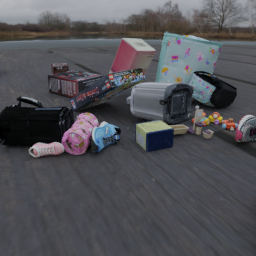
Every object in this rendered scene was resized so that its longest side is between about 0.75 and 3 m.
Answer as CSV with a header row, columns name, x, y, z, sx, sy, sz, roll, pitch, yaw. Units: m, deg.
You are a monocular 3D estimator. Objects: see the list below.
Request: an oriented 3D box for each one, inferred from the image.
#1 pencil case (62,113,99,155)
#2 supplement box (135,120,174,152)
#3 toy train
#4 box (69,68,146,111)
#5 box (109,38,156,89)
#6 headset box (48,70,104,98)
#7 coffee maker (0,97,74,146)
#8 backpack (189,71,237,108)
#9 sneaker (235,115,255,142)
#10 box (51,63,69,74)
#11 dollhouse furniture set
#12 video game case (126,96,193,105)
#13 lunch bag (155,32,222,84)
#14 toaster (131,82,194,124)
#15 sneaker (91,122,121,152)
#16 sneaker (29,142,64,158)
name,x,y,z,sx,sy,sz,roll,pitch,yaw
pencil case,-1.381,0.136,8.335,0.754,0.722,1.743,2,23,5
supplement box,0.767,0.210,8.320,0.868,0.583,0.867,-9,23,-21
toy train,2.998,-0.269,9.767,1.463,0.407,1.099,0,21,-1
box,-0.844,-1.486,10.944,1.823,0.503,2.669,-21,-1,-44
box,0.147,-2.843,12.466,1.264,1.977,1.077,-16,51,-43
headset box,-2.445,-2.163,13.809,2.440,0.915,1.813,16,27,35
coffee maker,-2.682,0.053,8.186,1.914,1.289,1.839,1,46,7
backpack,3.411,-1.636,11.895,1.604,1.217,1.923,11,22,-45
sneaker,4.060,0.017,8.523,2.009,0.810,0.750,-12,27,-28
box,-4.056,-3.336,16.749,0.939,0.930,1.132,-7,23,-18
dollhouse furniture set,1.933,-0.192,8.772,1.237,0.878,0.980,-5,22,-27
video game case,1.636,-1.474,12.893,2.609,0.316,2.866,9,23,19
lunch bag,2.585,-3.057,13.086,2.882,2.455,1.757,-2,24,-29
toaster,1.179,-0.937,9.988,1.597,1.405,2.473,10,16,35
sneaker,-0.612,0.232,8.241,0.728,0.635,1.619,8,23,11
sneaker,-2.242,0.620,7.598,0.960,0.361,0.502,1,18,20
